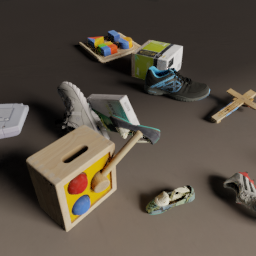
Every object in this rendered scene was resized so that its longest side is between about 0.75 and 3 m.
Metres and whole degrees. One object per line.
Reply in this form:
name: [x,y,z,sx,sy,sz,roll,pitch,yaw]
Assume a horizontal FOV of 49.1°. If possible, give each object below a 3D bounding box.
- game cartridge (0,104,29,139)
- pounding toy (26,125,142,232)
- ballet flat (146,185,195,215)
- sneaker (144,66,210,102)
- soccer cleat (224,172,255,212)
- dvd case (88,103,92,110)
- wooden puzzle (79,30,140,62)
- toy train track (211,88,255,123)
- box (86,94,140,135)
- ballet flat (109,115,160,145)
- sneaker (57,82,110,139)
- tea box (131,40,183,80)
game cartridge: [-5.227,-0.245,10.490,2.629,0.532,1.753,-2,35,-2]
pounding toy: [-1.035,1.136,7.363,1.699,2.200,2.390,29,47,31]
ballet flat: [1.170,1.927,7.747,1.479,0.549,0.549,-16,41,-19]
sneaker: [2.091,-1.905,11.995,2.839,1.163,1.039,8,39,9]
soccer cleat: [3.429,1.982,7.628,0.828,0.667,1.943,-22,41,-10]
dvd case: [-1.569,-0.659,11.257,1.293,0.142,0.944,-25,45,-27]
wooden puzzle: [-0.957,-4.834,16.017,2.982,0.690,2.762,-21,43,-24]
toy train track: [4.263,-0.811,11.303,2.523,0.410,1.447,-31,55,-25]
box: [-0.496,-0.464,9.486,0.353,1.402,1.943,-41,30,-28]
ballet flat: [0.126,0.098,8.450,1.694,0.619,0.619,18,42,15]
sneaker: [-1.891,-0.488,9.810,1.222,1.113,2.979,-32,59,-12]
tea box: [1.392,-3.233,13.551,1.864,1.266,1.895,20,43,24]
